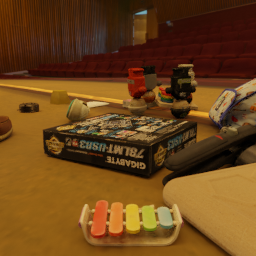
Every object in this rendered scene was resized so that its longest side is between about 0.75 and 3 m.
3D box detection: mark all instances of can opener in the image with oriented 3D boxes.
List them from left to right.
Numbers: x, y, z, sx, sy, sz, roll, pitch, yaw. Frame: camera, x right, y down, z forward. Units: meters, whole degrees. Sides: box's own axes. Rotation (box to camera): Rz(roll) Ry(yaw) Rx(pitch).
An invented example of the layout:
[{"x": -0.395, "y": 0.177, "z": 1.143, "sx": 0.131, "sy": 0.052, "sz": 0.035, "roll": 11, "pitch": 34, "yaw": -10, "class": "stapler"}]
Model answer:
[{"x": 1.626, "y": 0.442, "z": 5.032, "sx": 2.595, "sy": 0.822, "sz": 1.020, "roll": -8, "pitch": 18, "yaw": -33, "class": "can opener"}]

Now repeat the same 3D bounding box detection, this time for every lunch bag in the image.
[{"x": 3.623, "y": -0.694, "z": 8.677, "sx": 2.141, "sy": 1.326, "sz": 1.820, "roll": -26, "pitch": 7, "yaw": 11, "class": "lunch bag"}]

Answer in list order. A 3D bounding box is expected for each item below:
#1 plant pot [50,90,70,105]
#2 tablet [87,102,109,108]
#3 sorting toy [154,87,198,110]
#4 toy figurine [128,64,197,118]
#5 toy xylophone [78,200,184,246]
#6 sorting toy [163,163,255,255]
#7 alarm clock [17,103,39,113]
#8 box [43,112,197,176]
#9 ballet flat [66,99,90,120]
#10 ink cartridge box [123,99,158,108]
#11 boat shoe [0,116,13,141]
[{"x": -3.618, "y": -1.653, "z": 14.887, "sx": 0.778, "sy": 0.686, "sz": 0.778, "roll": 10, "pitch": 15, "yaw": 38, "class": "plant pot"}, {"x": -1.919, "y": -1.155, "z": 13.951, "sx": 1.163, "sy": 0.122, "sz": 1.787, "roll": 8, "pitch": 15, "yaw": 34, "class": "tablet"}, {"x": 2.188, "y": -1.449, "z": 13.185, "sx": 1.796, "sy": 0.625, "sz": 1.785, "roll": 4, "pitch": 19, "yaw": -10, "class": "sorting toy"}, {"x": 1.438, "y": -1.572, "z": 11.558, "sx": 2.746, "sy": 1.910, "sz": 2.703, "roll": 2, "pitch": 16, "yaw": 17, "class": "toy figurine"}, {"x": 0.019, "y": 1.087, "z": 3.359, "sx": 1.197, "sy": 0.301, "sz": 0.876, "roll": -2, "pitch": 13, "yaw": -8, "class": "toy xylophone"}, {"x": 2.115, "y": 1.014, "z": 3.500, "sx": 2.599, "sy": 0.474, "sz": 2.406, "roll": -10, "pitch": 15, "yaw": -24, "class": "sorting toy"}, {"x": -4.308, "y": -0.927, "z": 12.346, "sx": 0.831, "sy": 0.410, "sz": 1.231, "roll": 0, "pitch": 9, "yaw": 2, "class": "alarm clock"}, {"x": -0.067, "y": 0.197, "z": 6.530, "sx": 2.657, "sy": 0.665, "sz": 2.677, "roll": 6, "pitch": 13, "yaw": 30, "class": "box"}, {"x": -1.824, "y": -0.699, "z": 10.596, "sx": 0.804, "sy": 0.804, "sz": 2.315, "roll": -1, "pitch": 13, "yaw": -6, "class": "ballet flat"}, {"x": 0.812, "y": -1.239, "z": 13.809, "sx": 1.018, "sy": 0.399, "sz": 2.150, "roll": 12, "pitch": 15, "yaw": 40, "class": "ink cartridge box"}, {"x": -3.757, "y": -0.044, "z": 7.108, "sx": 0.945, "sy": 0.886, "sz": 2.624, "roll": 1, "pitch": 13, "yaw": 6, "class": "boat shoe"}]
